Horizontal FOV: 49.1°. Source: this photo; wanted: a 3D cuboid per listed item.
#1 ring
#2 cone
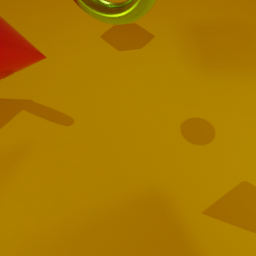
[{"bbox_3d":[-0.266,-2.059,3.598,1.509,1.509,0.302,19,52,14],"label":"ring"},{"bbox_3d":[-2.218,-1.442,5.304,1.631,1.631,1.637,40,26,26],"label":"cone"}]
